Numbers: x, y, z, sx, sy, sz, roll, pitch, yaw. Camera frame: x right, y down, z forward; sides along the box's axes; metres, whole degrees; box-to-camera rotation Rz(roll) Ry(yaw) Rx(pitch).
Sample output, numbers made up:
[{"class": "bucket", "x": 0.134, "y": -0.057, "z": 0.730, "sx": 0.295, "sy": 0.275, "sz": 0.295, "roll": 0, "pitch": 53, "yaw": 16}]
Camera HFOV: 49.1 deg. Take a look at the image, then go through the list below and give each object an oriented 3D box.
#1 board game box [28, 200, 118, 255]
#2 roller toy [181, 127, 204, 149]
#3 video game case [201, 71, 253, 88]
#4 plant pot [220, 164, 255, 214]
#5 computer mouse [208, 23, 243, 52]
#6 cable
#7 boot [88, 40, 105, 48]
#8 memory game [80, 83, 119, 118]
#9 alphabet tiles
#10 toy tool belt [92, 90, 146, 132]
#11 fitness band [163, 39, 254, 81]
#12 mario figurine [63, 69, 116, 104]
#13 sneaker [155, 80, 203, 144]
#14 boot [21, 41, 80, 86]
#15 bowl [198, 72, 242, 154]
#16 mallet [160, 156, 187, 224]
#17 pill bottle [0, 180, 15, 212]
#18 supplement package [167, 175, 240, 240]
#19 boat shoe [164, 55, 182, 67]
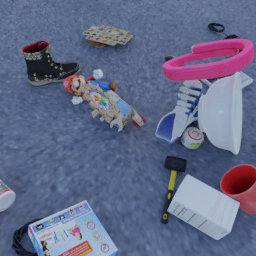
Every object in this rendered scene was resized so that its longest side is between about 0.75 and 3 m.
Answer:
[{"class": "board game box", "x": -1.577, "y": 3.247, "z": 7.992, "sx": 1.882, "sy": 0.526, "sz": 1.843, "roll": -16, "pitch": 51, "yaw": -36}, {"class": "roller toy", "x": 2.426, "y": 0.391, "z": 10.562, "sx": 0.741, "sy": 0.567, "sz": 0.812, "roll": 40, "pitch": 54, "yaw": 18}, {"class": "video game case", "x": 4.476, "y": -2.251, "z": 12.857, "sx": 1.829, "sy": 0.214, "sz": 1.663, "roll": -29, "pitch": 58, "yaw": -20}, {"class": "plant pot", "x": 3.723, "y": 1.980, "z": 8.789, "sx": 1.280, "sy": 1.133, "sz": 1.280, "roll": -34, "pitch": 20, "yaw": 14}, {"class": "computer mouse", "x": 5.118, "y": -4.752, "z": 14.733, "sx": 0.844, "sy": 0.490, "sz": 2.878, "roll": -23, "pitch": 49, "yaw": -3}, {"class": "cable", "x": -2.689, "y": 3.307, "z": 8.393, "sx": 1.581, "sy": 0.402, "sz": 1.290, "roll": 19, "pitch": 54, "yaw": 15}, {"class": "boot", "x": -1.620, "y": -4.372, "z": 14.420, "sx": 0.937, "sy": 0.354, "sz": 0.345, "roll": 14, "pitch": 51, "yaw": 9}, {"class": "memory game", "x": -0.686, "y": -0.707, "z": 7.004, "sx": 1.200, "sy": 0.076, "sz": 1.200, "roll": 35, "pitch": 26, "yaw": -21}, {"class": "alphabet tiles", "x": -1.061, "y": -4.902, "z": 14.754, "sx": 2.405, "sy": 0.076, "sz": 2.001, "roll": 18, "pitch": 43, "yaw": 13}, {"class": "toy tool belt", "x": -0.418, "y": -0.415, "z": 10.945, "sx": 2.079, "sy": 1.298, "sz": 1.278, "roll": 41, "pitch": 89, "yaw": 26}, {"class": "fitness band", "x": 2.520, "y": -2.212, "z": 9.070, "sx": 2.896, "sy": 0.542, "sz": 2.080, "roll": 1, "pitch": 34, "yaw": 38}, {"class": "mario figurine", "x": -1.689, "y": -1.707, "z": 11.836, "sx": 2.221, "sy": 1.177, "sz": 1.371, "roll": 10, "pitch": 54, "yaw": 6}, {"class": "sneaker", "x": 2.284, "y": -0.446, "z": 10.871, "sx": 1.046, "sy": 1.496, "sz": 2.590, "roll": 29, "pitch": 87, "yaw": 39}, {"class": "boot", "x": -3.371, "y": -2.915, "z": 12.336, "sx": 2.425, "sy": 1.826, "sz": 0.887, "roll": -15, "pitch": 54, "yaw": -11}, {"class": "bowl", "x": 3.335, "y": -0.532, "z": 10.154, "sx": 1.306, "sy": 2.906, "sz": 2.906, "roll": 2, "pitch": 49, "yaw": 27}, {"class": "mallet", "x": 1.560, "y": 2.035, "z": 9.404, "sx": 0.785, "sy": 0.491, "sz": 2.384, "roll": 5, "pitch": 56, "yaw": 8}, {"class": "pill bottle", "x": -4.416, "y": 2.039, "z": 9.152, "sx": 1.353, "sy": 0.770, "sz": 0.770, "roll": 31, "pitch": 58, "yaw": 22}, {"class": "supplement package", "x": 2.277, "y": 2.424, "z": 8.575, "sx": 1.749, "sy": 1.026, "sz": 1.023, "roll": 28, "pitch": 58, "yaw": 12}, {"class": "boat shoe", "x": 2.193, "y": -3.212, "z": 13.511, "sx": 0.969, "sy": 0.361, "sz": 0.355, "roll": 20, "pitch": 55, "yaw": 17}]
